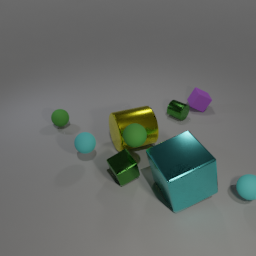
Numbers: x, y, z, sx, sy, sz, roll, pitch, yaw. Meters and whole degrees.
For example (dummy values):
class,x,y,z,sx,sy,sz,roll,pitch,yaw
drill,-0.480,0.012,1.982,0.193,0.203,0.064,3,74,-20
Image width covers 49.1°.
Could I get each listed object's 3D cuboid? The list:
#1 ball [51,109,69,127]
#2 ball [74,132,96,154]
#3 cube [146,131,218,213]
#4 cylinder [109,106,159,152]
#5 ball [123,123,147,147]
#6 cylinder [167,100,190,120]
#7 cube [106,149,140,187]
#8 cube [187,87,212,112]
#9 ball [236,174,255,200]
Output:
class,x,y,z,sx,sy,sz,roll,pitch,yaw
ball,-2.688,-0.407,11.117,0.700,0.700,0.700,0,33,0
ball,-1.395,0.483,9.121,0.700,0.700,0.700,0,33,0
cube,1.512,1.203,7.855,1.400,1.400,1.400,-24,39,-8
cylinder,0.176,0.010,9.953,1.400,1.400,1.400,-12,35,-17
ball,0.199,0.214,8.191,0.700,0.700,0.700,0,33,0
cylinder,2.111,-0.759,11.791,0.700,0.700,0.700,28,42,35
cube,-0.138,1.210,8.557,0.700,0.700,0.700,-30,50,-14
cube,3.144,-1.245,12.335,0.700,0.700,0.700,22,30,-16
ball,3.352,1.623,7.702,0.700,0.700,0.700,0,33,0
